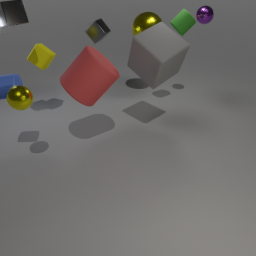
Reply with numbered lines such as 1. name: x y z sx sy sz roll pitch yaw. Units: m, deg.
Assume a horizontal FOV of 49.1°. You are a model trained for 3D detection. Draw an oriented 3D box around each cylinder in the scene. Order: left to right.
1. cylinder: -3.578 -1.223 8.317 0.700 0.700 0.700 -6 31 0
2. cylinder: -1.228 -1.656 9.041 1.400 1.400 1.400 40 18 -16
3. cylinder: 2.096 -4.011 10.659 0.700 0.700 0.700 43 16 -15

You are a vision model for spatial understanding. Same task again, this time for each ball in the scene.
1. ball: -2.984 -0.832 7.748 0.700 0.700 0.700 0 31 0
2. ball: 0.873 -4.380 12.358 1.400 1.400 1.400 0 31 0
3. ball: 3.108 -4.567 11.314 0.700 0.700 0.700 0 31 0

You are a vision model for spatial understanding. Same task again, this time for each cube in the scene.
1. cube: -3.705 -3.645 8.920 0.700 0.700 0.700 -25 28 -33
2. cube: -3.301 -2.735 10.735 0.700 0.700 0.700 35 14 -12
3. cube: -1.312 -4.239 12.238 0.700 0.700 0.700 -32 15 32
4. cube: 1.016 -2.515 9.760 1.400 1.400 1.400 -36 71 -25
